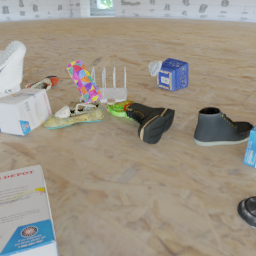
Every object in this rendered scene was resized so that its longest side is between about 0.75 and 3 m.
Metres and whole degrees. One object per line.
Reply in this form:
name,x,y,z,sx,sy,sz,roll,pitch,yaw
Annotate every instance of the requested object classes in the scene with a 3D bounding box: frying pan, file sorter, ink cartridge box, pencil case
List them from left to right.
ink cartridge box,-7.672,-2.939,14.969,2.918,2.148,2.110,15,31,25
ink cartridge box,-2.419,2.227,5.742,1.754,1.724,2.383,-10,30,-18
ink cartridge box,-4.307,-0.729,11.599,1.306,1.329,1.806,5,28,25
pencil case,-1.659,-1.732,10.545,0.755,0.755,1.709,-22,76,-35
file sorter,-1.250,-2.317,14.544,2.373,1.478,1.647,-1,28,-1
frying pan,3.879,2.135,7.508,1.934,0.315,1.170,-12,31,-15
ink cartridge box,5.000,0.669,9.069,1.852,1.340,1.364,21,35,34

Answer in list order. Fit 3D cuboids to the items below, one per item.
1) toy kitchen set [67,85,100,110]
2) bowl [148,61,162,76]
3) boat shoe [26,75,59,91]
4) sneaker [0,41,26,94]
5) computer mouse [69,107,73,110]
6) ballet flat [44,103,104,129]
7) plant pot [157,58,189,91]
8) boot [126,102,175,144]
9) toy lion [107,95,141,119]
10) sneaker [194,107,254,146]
toy kitchen set,-1.986,-1.463,13.118,1.425,1.286,1.163,9,28,8
bowl,1.260,-3.001,13.772,0.389,0.829,0.829,35,41,21
boat shoe,-4.607,-2.378,15.433,1.991,0.709,0.623,-29,31,-35
sneaker,-4.167,-2.130,10.065,0.981,2.437,0.931,27,45,-33
computer mouse,-2.690,-0.691,12.515,0.412,0.165,0.752,-22,-9,-43
ballet flat,-2.311,-0.608,11.999,2.590,0.915,0.915,-9,29,-16
plant pot,2.448,-2.951,15.806,1.334,1.484,1.484,-31,41,-33
boot,0.496,-0.282,11.131,1.968,1.102,2.845,17,19,22
toy lion,0.009,-0.867,12.934,1.661,0.570,1.592,-12,38,-21
sneaker,3.771,-0.158,10.584,2.550,1.355,0.954,-10,31,-16
